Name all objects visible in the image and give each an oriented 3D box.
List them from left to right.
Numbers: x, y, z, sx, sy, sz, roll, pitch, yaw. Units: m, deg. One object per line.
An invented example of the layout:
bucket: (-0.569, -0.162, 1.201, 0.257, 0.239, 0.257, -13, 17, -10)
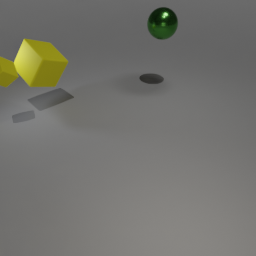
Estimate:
cube: (-4.442, -1.977, 9.873, 0.700, 0.700, 0.700, 17, 44, -63)
cube: (-3.680, -2.696, 11.798, 1.400, 1.400, 1.400, 46, 28, 18)
ball: (1.573, -4.749, 12.760, 1.400, 1.400, 1.400, 0, 33, 0)
